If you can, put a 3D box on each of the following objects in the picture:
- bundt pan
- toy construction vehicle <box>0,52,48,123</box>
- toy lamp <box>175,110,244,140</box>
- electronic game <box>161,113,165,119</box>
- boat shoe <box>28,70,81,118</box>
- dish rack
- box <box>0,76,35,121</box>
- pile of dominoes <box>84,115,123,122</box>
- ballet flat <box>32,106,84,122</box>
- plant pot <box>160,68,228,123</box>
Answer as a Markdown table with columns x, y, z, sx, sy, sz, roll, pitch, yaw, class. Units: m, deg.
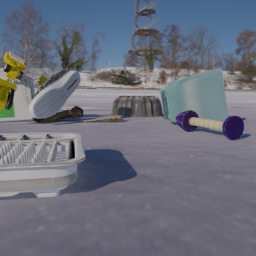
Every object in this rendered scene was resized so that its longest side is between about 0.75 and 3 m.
| x | y | z | sx | sy | sz | roll | pitch | yaw | class |
| --- | --- | --- | --- | --- | --- | --- | --- | --- | --- |
| 0.472 | -1.173 | 14.680 | 2.827 | 1.061 | 2.827 | 0 | 5 | 0 | bundt pan |
| -3.856 | -1.304 | 10.160 | 2.354 | 2.703 | 0.952 | 25 | -50 | -39 | toy construction vehicle |
| 1.910 | -0.120 | 7.078 | 0.619 | 0.619 | 2.128 | -2 | 7 | -21 | toy lamp |
| 2.334 | -0.549 | 11.937 | 1.853 | 0.385 | 1.853 | 0 | 7 | 0 | electronic game |
| -2.684 | -1.212 | 9.851 | 0.915 | 0.930 | 2.579 | 11 | 40 | 24 | boat shoe |
| -1.351 | 0.379 | 3.197 | 1.677 | 0.426 | 1.955 | 0 | 6 | -11 | dish rack |
| -4.557 | -1.180 | 11.356 | 1.477 | 1.715 | 1.724 | -4 | 7 | -15 | box |
| -0.961 | -0.283 | 10.944 | 1.489 | 0.237 | 1.160 | -7 | 4 | 18 | pile of dominoes |
| -2.753 | -0.563 | 11.133 | 2.115 | 0.490 | 0.713 | -10 | 14 | -31 | ballet flat |
| 2.155 | -0.930 | 9.717 | 1.854 | 1.815 | 1.820 | -11 | 7 | -1 | plant pot |
